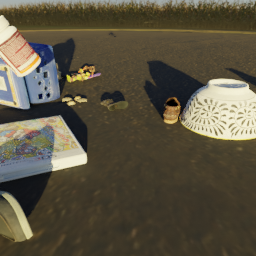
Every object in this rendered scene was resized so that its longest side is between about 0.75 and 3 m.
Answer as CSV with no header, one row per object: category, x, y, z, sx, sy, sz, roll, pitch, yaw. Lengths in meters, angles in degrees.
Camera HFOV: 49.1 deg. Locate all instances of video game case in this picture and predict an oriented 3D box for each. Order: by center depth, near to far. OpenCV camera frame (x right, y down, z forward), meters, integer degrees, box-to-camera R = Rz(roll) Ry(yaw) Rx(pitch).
video game case,-2.747,0.431,7.437,2.589,0.326,2.845,-10,26,-23

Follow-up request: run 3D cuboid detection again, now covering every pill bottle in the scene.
pill bottle,-3.053,-2.132,7.368,0.810,1.419,0.810,-22,37,18

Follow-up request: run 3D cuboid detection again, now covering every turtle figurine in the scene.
turtle figurine,-2.436,-2.606,14.140,1.204,0.481,1.493,-17,35,-18

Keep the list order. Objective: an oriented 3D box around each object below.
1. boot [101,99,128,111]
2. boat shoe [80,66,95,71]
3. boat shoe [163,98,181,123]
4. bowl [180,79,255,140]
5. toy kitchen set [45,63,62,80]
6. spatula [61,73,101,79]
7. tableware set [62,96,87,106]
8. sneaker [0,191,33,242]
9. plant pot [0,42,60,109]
boot,-0.518,-0.944,10.585,0.884,0.306,0.770,-12,27,-21
boat shoe,-2.384,-3.492,16.341,0.928,0.326,0.327,1,26,6
boat shoe,1.564,-0.754,9.785,0.621,0.620,1.764,2,23,9
bowl,3.137,-0.800,9.020,2.802,1.315,2.802,1,24,0
toy kitchen set,-4.061,-2.941,14.526,0.851,0.769,0.943,-21,31,-39
spatula,-2.546,-2.767,14.816,2.218,0.228,0.627,1,22,3
tableware set,-2.130,-1.104,11.198,0.950,0.110,0.794,-12,26,-26
sneaker,-2.473,1.553,4.533,2.076,0.776,1.103,8,28,40
plant pot,-4.177,-1.978,10.745,2.198,2.198,1.976,13,33,25
